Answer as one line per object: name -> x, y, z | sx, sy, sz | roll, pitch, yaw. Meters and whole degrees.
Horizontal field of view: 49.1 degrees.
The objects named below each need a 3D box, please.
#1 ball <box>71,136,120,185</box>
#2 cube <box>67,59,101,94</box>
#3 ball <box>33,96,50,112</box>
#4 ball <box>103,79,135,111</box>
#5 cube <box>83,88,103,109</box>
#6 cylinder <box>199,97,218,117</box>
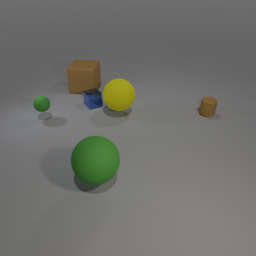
ball -> -0.924, 0.917, 8.016 | 1.400, 1.400, 1.400 | 0, 30, 0
cube -> -2.305, -2.731, 14.927 | 1.400, 1.400, 1.400 | 6, 33, 8
ball -> -3.659, -1.025, 11.896 | 0.700, 0.700, 0.700 | 0, 30, 0
ball -> -0.391, -1.451, 12.288 | 1.400, 1.400, 1.400 | 0, 30, 0
cube -> -1.679, -1.421, 13.395 | 0.700, 0.700, 0.700 | -19, 32, -24
cylinder -> 3.619, -0.959, 12.624 | 0.700, 0.700, 0.700 | 2, 32, -1
